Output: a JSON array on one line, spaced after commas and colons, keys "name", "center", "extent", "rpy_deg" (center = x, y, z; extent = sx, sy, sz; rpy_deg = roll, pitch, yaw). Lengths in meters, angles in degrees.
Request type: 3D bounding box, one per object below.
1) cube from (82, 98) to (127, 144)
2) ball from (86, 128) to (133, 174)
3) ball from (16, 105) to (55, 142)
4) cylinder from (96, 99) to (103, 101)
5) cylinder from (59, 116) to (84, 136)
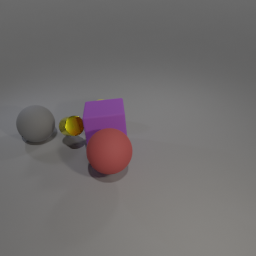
[{"name": "cube", "center": [-0.784, -0.113, 10.003], "extent": [1.400, 1.400, 1.400], "rpy_deg": [-6, 28, -1]}, {"name": "ball", "center": [-0.562, 0.702, 8.528], "extent": [1.400, 1.400, 1.400], "rpy_deg": [0, 33, 0]}, {"name": "ball", "center": [-3.473, -0.169, 10.579], "extent": [1.400, 1.400, 1.400], "rpy_deg": [0, 33, 0]}, {"name": "cylinder", "center": [-1.094, -0.695, 11.498], "extent": [0.700, 0.700, 0.700], "rpy_deg": [-4, 51, 5]}, {"name": "cylinder", "center": [-1.984, -0.068, 9.827], "extent": [0.700, 0.700, 0.700], "rpy_deg": [-22, 10, -30]}]
